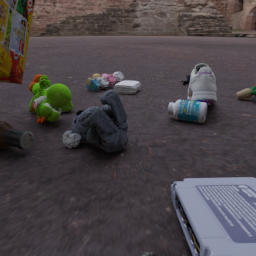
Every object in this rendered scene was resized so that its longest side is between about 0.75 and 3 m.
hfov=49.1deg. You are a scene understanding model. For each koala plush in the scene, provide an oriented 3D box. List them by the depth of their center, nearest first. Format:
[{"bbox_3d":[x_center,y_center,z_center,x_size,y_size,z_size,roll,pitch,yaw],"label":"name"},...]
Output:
[{"bbox_3d":[-0.846,0.007,6.815,1.469,1.350,1.303,-11,26,34],"label":"koala plush"}]

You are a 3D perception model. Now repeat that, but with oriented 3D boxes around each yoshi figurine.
[{"bbox_3d":[-2.390,-1.023,8.915,1.384,1.379,2.463,-2,24,-23],"label":"yoshi figurine"}]

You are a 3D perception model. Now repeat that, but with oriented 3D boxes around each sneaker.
[{"bbox_3d":[2.606,-1.486,9.626,1.010,1.343,2.697,0,6,7],"label":"sneaker"}]

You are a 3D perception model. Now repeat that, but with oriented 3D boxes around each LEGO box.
[{"bbox_3d":[-3.292,-2.788,6.696,1.140,2.955,2.200,6,-6,4],"label":"LEGO box"}]

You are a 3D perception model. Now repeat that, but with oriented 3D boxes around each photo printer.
[{"bbox_3d":[0.012,-1.755,11.916,0.910,0.380,1.094,7,22,19],"label":"photo printer"}]

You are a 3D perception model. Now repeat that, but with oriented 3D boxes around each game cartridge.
[{"bbox_3d":[1.587,1.222,3.651,1.715,0.527,2.576,-5,7,2],"label":"game cartridge"}]

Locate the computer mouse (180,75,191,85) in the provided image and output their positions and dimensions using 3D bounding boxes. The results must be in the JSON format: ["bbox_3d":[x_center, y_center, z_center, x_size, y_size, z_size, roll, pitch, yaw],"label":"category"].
[{"bbox_3d":[2.856,-2.263,13.427,0.764,0.250,1.088,-2,29,1],"label":"computer mouse"}]

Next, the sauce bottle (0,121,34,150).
[{"bbox_3d":[-3.282,0.130,6.787,2.183,0.706,0.706,9,24,24],"label":"sauce bottle"}]

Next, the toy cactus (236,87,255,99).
[{"bbox_3d":[4.878,-1.328,10.617,1.399,0.867,1.695,-13,20,18],"label":"toy cactus"}]

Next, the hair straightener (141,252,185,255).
[{"bbox_3d":[1.330,1.812,2.794,2.669,0.546,1.027,8,23,20],"label":"hair straightener"}]

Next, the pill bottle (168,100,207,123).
[{"bbox_3d":[1.805,-0.527,8.538,1.114,0.617,0.617,8,23,21],"label":"pill bottle"}]

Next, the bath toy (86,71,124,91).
[{"bbox_3d":[-1.000,-2.117,12.536,1.842,0.801,0.681,-24,-11,-43],"label":"bath toy"}]
